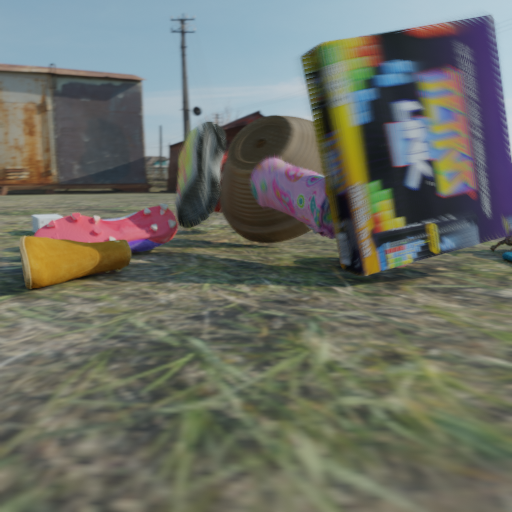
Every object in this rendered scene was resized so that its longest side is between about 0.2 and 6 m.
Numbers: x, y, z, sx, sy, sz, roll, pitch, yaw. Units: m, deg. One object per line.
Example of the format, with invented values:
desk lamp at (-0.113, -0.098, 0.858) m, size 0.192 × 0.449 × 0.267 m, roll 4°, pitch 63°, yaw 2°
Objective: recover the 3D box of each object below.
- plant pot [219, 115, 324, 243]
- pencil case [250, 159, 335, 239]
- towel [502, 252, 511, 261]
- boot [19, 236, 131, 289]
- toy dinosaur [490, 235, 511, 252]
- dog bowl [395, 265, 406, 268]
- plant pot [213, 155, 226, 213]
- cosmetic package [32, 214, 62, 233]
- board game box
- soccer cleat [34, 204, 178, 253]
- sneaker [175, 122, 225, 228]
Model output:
plant pot at (0.399, -2.026, 12.565) m, size 3.287 × 3.287 × 1.517 m, roll 6°, pitch -28°, yaw 35°
pencil case at (0.816, -1.026, 9.808) m, size 0.979 × 0.979 × 2.240 m, roll -5°, pitch 24°, yaw -34°
towel at (5.031, 0.113, 9.684) m, size 1.060 × 0.157 × 1.446 m, roll 0°, pitch 9°, yaw 2°
boot at (-2.582, 0.007, 8.198) m, size 1.479 × 0.727 × 2.065 m, roll -6°, pitch 4°, yaw -14°
toy dinosaur at (5.212, -0.508, 11.242) m, size 0.863 × 1.273 × 0.546 m, roll -42°, pitch 53°, yaw -15°
dog bowl at (2.099, -0.091, 9.886) m, size 1.317 × 0.486 × 1.317 m, roll 0°, pitch 8°, yaw 0°
plant pot at (-0.889, -1.864, 14.907) m, size 1.406 × 1.544 × 1.544 m, roll 25°, pitch 12°, yaw 7°
cosmetic package at (-5.593, -0.835, 15.087) m, size 0.688 × 0.483 × 1.357 m, roll -4°, pitch 9°, yaw -27°
board game box at (2.302, -1.592, 8.174) m, size 2.665 × 3.224 × 0.914 m, roll -15°, pitch 10°, yaw -13°
soccer cleat at (-2.846, -0.321, 10.858) m, size 2.806 × 0.936 × 1.073 m, roll -15°, pitch -24°, yaw -31°
sneaker at (-1.173, -1.582, 11.019) m, size 0.815 × 2.084 × 0.941 m, roll 13°, pitch 6°, yaw -31°
